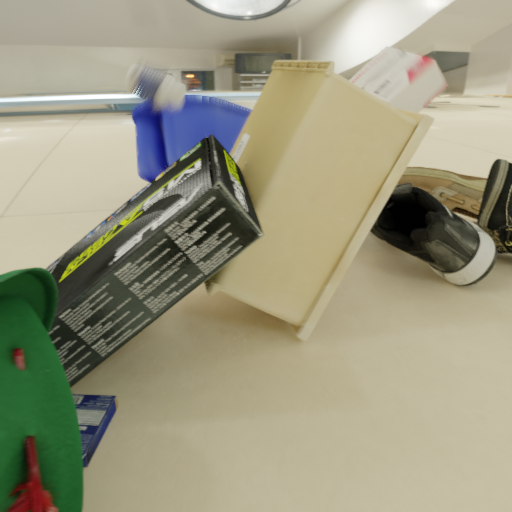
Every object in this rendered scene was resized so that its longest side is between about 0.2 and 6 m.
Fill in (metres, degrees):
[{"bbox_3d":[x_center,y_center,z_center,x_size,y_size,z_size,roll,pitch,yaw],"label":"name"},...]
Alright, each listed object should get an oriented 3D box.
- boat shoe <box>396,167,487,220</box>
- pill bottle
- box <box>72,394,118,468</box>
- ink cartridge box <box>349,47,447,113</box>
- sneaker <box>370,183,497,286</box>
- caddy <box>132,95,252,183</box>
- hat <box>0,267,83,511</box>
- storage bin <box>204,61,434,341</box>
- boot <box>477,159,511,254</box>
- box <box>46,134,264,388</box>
[{"bbox_3d":[3.672,-1.212,11.280,2.890,0.932,1.030,7,4,-10],"label":"boat shoe"},{"bbox_3d":[-1.700,-2.872,9.520,0.931,0.516,0.516,21,24,6],"label":"pill bottle"},{"bbox_3d":[-1.771,1.662,5.239,0.645,0.173,1.065,1,19,5],"label":"box"},{"bbox_3d":[2.011,-2.493,8.198,0.882,0.514,1.218,-43,35,3],"label":"ink cartridge box"},{"bbox_3d":[2.482,-0.722,9.520,1.550,1.139,3.427,31,9,-26],"label":"sneaker"},{"bbox_3d":[-1.050,-2.582,12.522,3.545,1.861,2.506,6,-10,-44],"label":"caddy"},{"bbox_3d":[-1.225,1.824,3.658,2.483,2.336,2.820,30,58,3],"label":"hat"},{"bbox_3d":[0.420,-0.991,7.815,1.424,3.039,3.017,24,12,-19],"label":"storage bin"},{"bbox_3d":[4.547,-0.576,8.740,1.969,0.941,2.607,15,-16,25],"label":"boot"},{"bbox_3d":[-1.485,0.035,6.376,3.195,0.759,3.085,-38,17,9],"label":"box"}]
